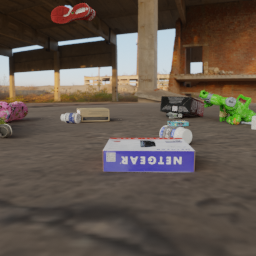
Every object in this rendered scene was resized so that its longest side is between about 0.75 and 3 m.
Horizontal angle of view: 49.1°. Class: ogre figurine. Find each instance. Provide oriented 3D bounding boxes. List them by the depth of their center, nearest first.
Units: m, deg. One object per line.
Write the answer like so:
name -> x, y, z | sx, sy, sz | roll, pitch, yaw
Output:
ogre figurine -> 4.804, -0.956, 13.175 | 2.885, 1.415, 1.730 | 47, -12, -28

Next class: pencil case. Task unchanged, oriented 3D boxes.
pencil case -> -6.092, -0.863, 14.473 | 1.109, 1.062, 2.564 | 2, 6, -1

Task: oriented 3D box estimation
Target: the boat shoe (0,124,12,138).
boat shoe -> -4.172, 0.136, 8.858 | 1.375, 0.460, 0.392 | -1, 18, 38

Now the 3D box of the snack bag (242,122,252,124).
snack bag -> 6.325, -0.240, 12.974 | 1.428, 0.162, 1.515 | -3, 7, -18

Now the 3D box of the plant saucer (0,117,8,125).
plant saucer -> -6.184, -0.235, 11.618 | 1.953, 0.468, 1.956 | -5, 8, -38

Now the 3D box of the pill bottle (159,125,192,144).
pill bottle -> 1.334, 0.201, 7.831 | 0.497, 0.497, 0.873 | -5, 7, -34

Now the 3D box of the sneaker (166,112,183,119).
sneaker -> 2.721, -0.682, 16.264 | 0.959, 0.360, 0.554 | 7, -1, 27

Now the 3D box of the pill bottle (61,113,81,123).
pill bottle -> -2.787, -0.482, 13.595 | 0.897, 0.498, 0.498 | 2, 7, 21

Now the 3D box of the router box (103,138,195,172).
router box -> 0.390, 0.501, 5.662 | 1.654, 0.404, 1.484 | 0, 7, 1

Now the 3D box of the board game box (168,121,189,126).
board game box -> 2.243, -0.204, 12.581 | 0.784, 0.184, 0.592 | -1, 7, -10

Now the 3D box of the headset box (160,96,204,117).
headset box -> 3.399, -1.284, 17.119 | 1.919, 0.968, 2.582 | 6, 1, 34

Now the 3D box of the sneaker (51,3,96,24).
sneaker -> -1.804, -3.807, 9.606 | 1.530, 0.599, 0.884 | 5, 7, 23

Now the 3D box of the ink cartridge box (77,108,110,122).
ink cartridge box -> -1.866, -0.715, 14.759 | 1.482, 0.676, 1.799 | -3, 7, -15

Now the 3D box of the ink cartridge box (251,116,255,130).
ink cartridge box -> 5.805, -0.222, 11.163 | 1.620, 0.545, 0.941 | -5, 8, -34
